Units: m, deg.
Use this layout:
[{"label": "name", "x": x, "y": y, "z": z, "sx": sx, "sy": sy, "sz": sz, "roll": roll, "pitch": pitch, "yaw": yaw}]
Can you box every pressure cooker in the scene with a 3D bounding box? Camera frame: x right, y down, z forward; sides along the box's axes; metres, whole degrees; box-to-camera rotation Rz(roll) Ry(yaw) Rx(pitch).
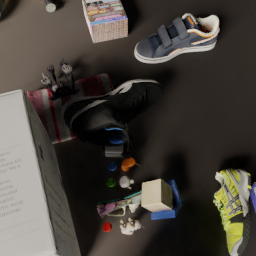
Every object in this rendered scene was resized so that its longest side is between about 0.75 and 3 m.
[{"label": "pressure cooker", "x": -0.227, "y": 0.373, "z": 6.768, "sx": 0.754, "sy": 0.674, "sz": 0.663, "roll": 3, "pitch": 93, "yaw": 1}]

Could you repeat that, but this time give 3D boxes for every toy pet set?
[{"label": "toy pet set", "x": 0.336, "y": 1.517, "z": 6.211, "sx": 1.505, "sy": 0.856, "sz": 1.612, "roll": -18, "pitch": 51, "yaw": 30}]

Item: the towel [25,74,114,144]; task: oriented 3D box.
[{"label": "towel", "x": -1.454, "y": -0.537, "z": 7.518, "sx": 2.435, "sy": 0.277, "sz": 1.754, "roll": -15, "pitch": 62, "yaw": -9}]

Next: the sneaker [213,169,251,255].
[{"label": "sneaker", "x": 2.199, "y": 1.751, "z": 6.003, "sx": 0.737, "sy": 0.727, "sz": 1.928, "roll": 8, "pitch": 49, "yaw": 13}]

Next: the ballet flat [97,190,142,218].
[{"label": "ballet flat", "x": -0.086, "y": 1.699, "z": 6.185, "sx": 1.183, "sy": 0.409, "sz": 0.421, "roll": -16, "pitch": 80, "yaw": -4}]

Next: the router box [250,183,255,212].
[{"label": "router box", "x": 3.905, "y": 2.196, "z": 5.744, "sx": 2.084, "sy": 0.567, "sz": 2.322, "roll": -4, "pitch": 60, "yaw": -2}]

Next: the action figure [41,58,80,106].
[{"label": "action figure", "x": -1.832, "y": -1.269, "z": 7.448, "sx": 0.893, "sy": 0.767, "sz": 1.502, "roll": -22, "pitch": 47, "yaw": -5}]

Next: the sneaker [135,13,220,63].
[{"label": "sneaker", "x": 1.460, "y": -2.769, "z": 8.388, "sx": 2.636, "sy": 1.047, "sz": 1.034, "roll": -16, "pitch": 62, "yaw": -7}]

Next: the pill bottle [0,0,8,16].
[{"label": "pill bottle", "x": -4.508, "y": -4.067, "z": 9.341, "sx": 0.657, "sy": 0.657, "sz": 1.155, "roll": 5, "pitch": 59, "yaw": 3}]

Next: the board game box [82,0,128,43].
[{"label": "board game box", "x": -0.750, "y": -3.596, "z": 9.038, "sx": 1.159, "sy": 0.704, "sz": 1.453, "roll": -13, "pitch": 61, "yaw": -8}]

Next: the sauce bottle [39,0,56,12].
[{"label": "sauce bottle", "x": -2.917, "y": -4.679, "z": 9.785, "sx": 0.540, "sy": 0.540, "sz": 1.637, "roll": -24, "pitch": 63, "yaw": -13}]

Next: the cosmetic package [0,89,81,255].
[{"label": "cosmetic package", "x": -2.501, "y": 1.377, "z": 5.127, "sx": 2.443, "sy": 2.440, "sz": 2.960, "roll": -17, "pitch": 62, "yaw": -10}]

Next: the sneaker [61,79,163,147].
[{"label": "sneaker", "x": -0.058, "y": -0.265, "z": 6.397, "sx": 2.610, "sy": 0.954, "sz": 1.460, "roll": -20, "pitch": 40, "yaw": -21}]
